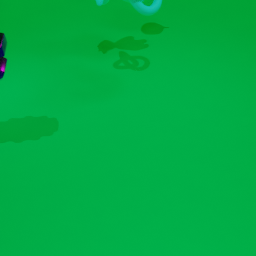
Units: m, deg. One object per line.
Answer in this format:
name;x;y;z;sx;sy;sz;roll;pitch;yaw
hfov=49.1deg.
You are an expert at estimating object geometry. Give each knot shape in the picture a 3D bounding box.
knot shape;0.090;-3.309;6.812;1.384;0.639;1.295;38;34;15

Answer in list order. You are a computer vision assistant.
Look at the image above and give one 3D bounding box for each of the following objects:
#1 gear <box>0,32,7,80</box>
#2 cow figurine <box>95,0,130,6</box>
gear;-2.674;-1.140;3.921;1.787;1.787;0.330;-5;53;-6
cow figurine;-0.174;-4.073;8.011;1.695;0.946;1.723;-20;15;-42
